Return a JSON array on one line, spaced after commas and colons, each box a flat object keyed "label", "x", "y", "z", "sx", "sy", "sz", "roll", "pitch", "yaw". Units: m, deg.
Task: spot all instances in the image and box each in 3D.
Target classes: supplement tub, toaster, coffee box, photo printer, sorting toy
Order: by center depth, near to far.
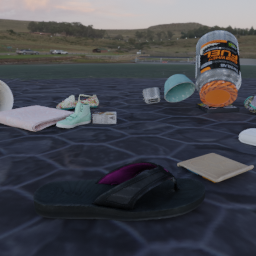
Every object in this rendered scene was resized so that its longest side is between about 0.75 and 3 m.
[{"label": "sorting toy", "x": 1.758, "y": 0.809, "z": 5.708, "sx": 1.062, "sy": 0.209, "sz": 1.147, "roll": -10, "pitch": 14, "yaw": -32}, {"label": "photo printer", "x": 3.448, "y": 0.252, "z": 7.400, "sx": 0.736, "sy": 0.307, "sz": 0.884, "roll": -15, "pitch": 21, "yaw": -39}, {"label": "coffee box", "x": -0.796, "y": -0.350, "z": 9.493, "sx": 0.804, "sy": 0.321, "sz": 0.460, "roll": 0, "pitch": 16, "yaw": -1}, {"label": "supplement tub", "x": 3.586, "y": -2.356, "z": 11.234, "sx": 1.719, "sy": 1.719, "sz": 2.805, "roll": 3, "pitch": 60, "yaw": 9}, {"label": "toaster", "x": 1.102, "y": -1.465, "z": 12.556, "sx": 0.903, "sy": 0.583, "sz": 0.513, "roll": -8, "pitch": -28, "yaw": 4}]

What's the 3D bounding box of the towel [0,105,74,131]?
[{"label": "towel", "x": -3.183, "y": -0.368, "z": 9.534, "sx": 2.072, "sy": 0.334, "sz": 1.979, "roll": 11, "pitch": 18, "yaw": 29}]

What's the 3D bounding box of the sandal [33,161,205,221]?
[{"label": "sandal", "x": -0.086, "y": 0.932, "z": 4.363, "sx": 2.732, "sy": 0.654, "sz": 1.027, "roll": -2, "pitch": 16, "yaw": -6}]

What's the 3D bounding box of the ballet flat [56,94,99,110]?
[{"label": "ballet flat", "x": -2.099, "y": -1.105, "z": 11.697, "sx": 1.802, "sy": 0.576, "sz": 0.682, "roll": -7, "pitch": 12, "yaw": -22}]

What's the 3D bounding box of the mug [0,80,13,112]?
[{"label": "mug", "x": -5.235, "y": -1.159, "z": 10.063, "sx": 1.447, "sy": 1.763, "sz": 1.412, "roll": 0, "pitch": 26, "yaw": 33}]

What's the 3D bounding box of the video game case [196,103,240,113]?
[{"label": "video game case", "x": 3.651, "y": -0.841, "z": 11.510, "sx": 1.348, "sy": 0.172, "sz": 1.218, "roll": -3, "pitch": 16, "yaw": -8}]

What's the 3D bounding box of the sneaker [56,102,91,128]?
[{"label": "sneaker", "x": -1.769, "y": -0.451, "z": 9.044, "sx": 0.477, "sy": 0.765, "sz": 1.296, "roll": 16, "pitch": 23, "yaw": 40}]

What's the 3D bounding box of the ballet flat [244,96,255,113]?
[{"label": "ballet flat", "x": 5.419, "y": -0.886, "z": 10.957, "sx": 2.140, "sy": 0.770, "sz": 0.770, "roll": -8, "pitch": 17, "yaw": -34}]

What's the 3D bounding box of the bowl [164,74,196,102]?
[{"label": "bowl", "x": 2.134, "y": -1.792, "z": 12.044, "sx": 1.376, "sy": 1.376, "sz": 0.720, "roll": -5, "pitch": 60, "yaw": -18}]
